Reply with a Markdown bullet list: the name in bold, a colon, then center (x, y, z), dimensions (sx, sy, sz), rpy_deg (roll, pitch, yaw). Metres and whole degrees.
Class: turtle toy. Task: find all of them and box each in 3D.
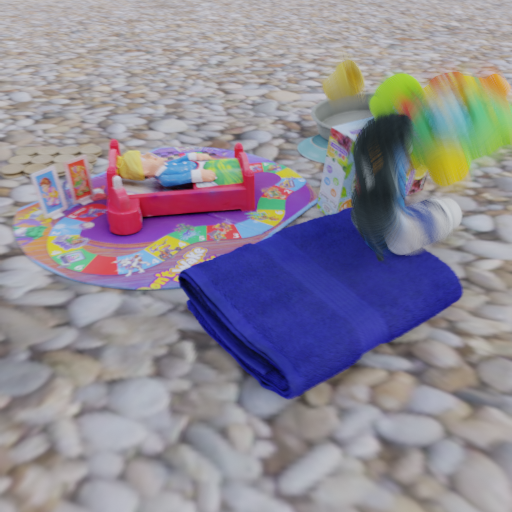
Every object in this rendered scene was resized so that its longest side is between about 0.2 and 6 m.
- **turtle toy**: center (2.656, -2.036, 8.224), dimensions (1.797, 1.247, 2.466), rpy_deg (-31, 29, -18)

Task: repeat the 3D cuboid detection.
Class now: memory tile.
- **memory tile**: center (-4.235, -1.966, 11.684), dimensions (1.824, 0.153, 1.398), rpy_deg (-1, 33, -3)

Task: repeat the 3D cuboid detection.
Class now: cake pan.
- **cake pan**: center (2.433, -3.074, 12.590), dimensions (2.401, 0.440, 2.401), rpy_deg (-4, 35, 3)

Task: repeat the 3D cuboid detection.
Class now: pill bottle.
- **pill bottle**: center (2.254, -0.438, 7.580), dimensions (1.055, 0.586, 0.586), rpy_deg (-20, 38, -27)

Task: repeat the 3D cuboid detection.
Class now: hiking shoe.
- **hiking shoe**: center (1.595, -0.987, 7.230), dimensions (0.739, 0.862, 1.987), rpy_deg (8, 62, 21)

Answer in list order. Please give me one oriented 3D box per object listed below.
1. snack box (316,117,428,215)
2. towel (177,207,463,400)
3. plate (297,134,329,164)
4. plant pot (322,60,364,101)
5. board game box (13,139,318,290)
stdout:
- **snack box**: center (2.185, -1.649, 9.808), dimensions (2.249, 1.599, 0.596), rpy_deg (-20, 44, -29)
- **towel**: center (0.874, 0.493, 7.365), dimensions (3.171, 0.786, 2.341), rpy_deg (-22, 46, -31)
- **plate**: center (1.794, -2.440, 12.360), dimensions (1.763, 0.225, 1.763), rpy_deg (0, 31, 0)
- **plant pot**: center (1.713, -3.460, 11.232), dimensions (0.648, 0.688, 0.688), rpy_deg (-22, 13, 43)
- **board game box**: center (-1.490, -1.355, 9.898), dimensions (4.249, 1.047, 5.378), rpy_deg (21, 38, 29)
